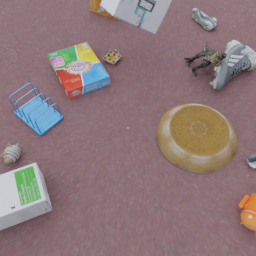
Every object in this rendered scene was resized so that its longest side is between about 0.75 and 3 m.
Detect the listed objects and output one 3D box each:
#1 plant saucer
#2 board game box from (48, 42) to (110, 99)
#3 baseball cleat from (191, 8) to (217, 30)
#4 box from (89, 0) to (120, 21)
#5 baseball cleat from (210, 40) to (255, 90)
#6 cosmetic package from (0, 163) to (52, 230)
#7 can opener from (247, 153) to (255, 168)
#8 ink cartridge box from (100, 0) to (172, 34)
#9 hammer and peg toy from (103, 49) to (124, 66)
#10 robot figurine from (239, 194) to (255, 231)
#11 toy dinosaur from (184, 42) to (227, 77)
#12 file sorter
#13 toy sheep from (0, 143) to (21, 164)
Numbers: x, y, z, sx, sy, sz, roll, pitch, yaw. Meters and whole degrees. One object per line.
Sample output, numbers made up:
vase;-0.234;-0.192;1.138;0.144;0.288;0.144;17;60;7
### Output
plant saucer;2.363;0.146;9.469;2.769;0.490;2.769;0;57;-1
board game box;-1.991;-2.368;11.247;1.764;0.465;2.305;-24;59;-15
baseball cleat;3.618;-5.133;13.177;0.774;0.507;1.454;-22;68;-21
box;-0.970;-5.999;13.378;1.646;1.024;0.802;25;59;16
baseball cleat;4.272;-2.454;10.998;1.512;0.991;2.841;22;60;12
cosmetic package;-3.514;2.084;7.894;2.378;1.009;1.279;-20;60;-15
can opener;4.482;0.904;9.064;1.390;0.462;0.366;-18;56;-17
ink cartridge box;0.274;-4.430;9.883;1.866;1.363;1.369;10;29;-35
hammer and peg toy;-0.587;-3.034;11.802;0.619;0.297;0.841;29;60;18
robot figurine;3.661;2.362;7.885;1.229;0.716;0.884;-46;111;-25
toy dinosaur;3.017;-2.776;11.169;1.294;0.697;2.936;-31;20;13
file sorter;-3.233;-0.692;9.829;1.525;0.935;1.058;36;64;21
toy sheep;-3.748;0.808;9.054;0.561;0.561;0.814;13;55;8
